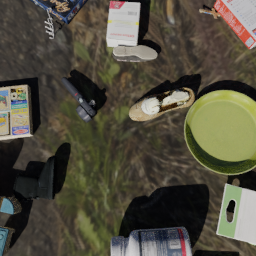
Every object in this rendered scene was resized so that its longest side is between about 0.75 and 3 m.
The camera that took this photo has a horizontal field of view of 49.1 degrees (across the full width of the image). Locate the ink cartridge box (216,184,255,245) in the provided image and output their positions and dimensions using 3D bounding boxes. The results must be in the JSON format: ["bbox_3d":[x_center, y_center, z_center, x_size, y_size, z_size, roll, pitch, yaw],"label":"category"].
[{"bbox_3d":[3.998,2.841,8.941,2.260,0.542,1.645,14,78,3],"label":"ink cartridge box"}]

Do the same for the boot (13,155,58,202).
[{"bbox_3d":[-3.017,1.654,9.203,1.270,0.574,1.550,3,82,1],"label":"boot"}]

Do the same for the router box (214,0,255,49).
[{"bbox_3d":[4.893,-4.494,10.445,2.453,0.599,2.202,-33,80,-9],"label":"router box"}]

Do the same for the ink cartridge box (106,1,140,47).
[{"bbox_3d":[-0.161,-3.777,10.311,1.122,0.645,1.545,5,78,1],"label":"ink cartridge box"}]

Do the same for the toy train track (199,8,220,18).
[{"bbox_3d":[3.084,-4.339,10.617,0.890,0.145,0.510,4,65,-19],"label":"toy train track"}]

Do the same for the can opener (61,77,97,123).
[{"bbox_3d":[-1.733,-1.075,9.766,0.727,0.586,1.850,-36,81,-6],"label":"can opener"}]

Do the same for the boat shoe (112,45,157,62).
[{"bbox_3d":[0.239,-2.684,10.242,1.620,0.462,0.542,4,74,-4],"label":"boat shoe"}]

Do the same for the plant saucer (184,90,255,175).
[{"bbox_3d":[3.332,0.144,9.577,2.896,0.450,2.896,0,78,0],"label":"plant saucer"}]

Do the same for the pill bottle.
[{"bbox_3d":[0.663,3.717,8.352,2.266,1.355,1.355,-4,78,0],"label":"pill bottle"}]

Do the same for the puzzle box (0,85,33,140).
[{"bbox_3d":[-4.764,-0.457,9.750,2.754,0.350,1.832,-7,79,-2],"label":"puzzle box"}]

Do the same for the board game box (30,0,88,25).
[{"bbox_3d":[-2.872,-5.400,10.754,2.648,0.458,1.794,33,80,7],"label":"board game box"}]

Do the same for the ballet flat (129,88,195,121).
[{"bbox_3d":[1.176,-0.895,9.624,2.406,0.785,0.848,-20,79,-4],"label":"ballet flat"}]

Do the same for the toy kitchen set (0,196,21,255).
[{"bbox_3d":[-4.657,2.866,8.569,2.150,1.266,1.722,11,78,3],"label":"toy kitchen set"}]

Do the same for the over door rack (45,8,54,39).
[{"bbox_3d":[-2.912,-3.843,10.327,0.292,0.648,0.877,-7,78,-15],"label":"over door rack"}]
